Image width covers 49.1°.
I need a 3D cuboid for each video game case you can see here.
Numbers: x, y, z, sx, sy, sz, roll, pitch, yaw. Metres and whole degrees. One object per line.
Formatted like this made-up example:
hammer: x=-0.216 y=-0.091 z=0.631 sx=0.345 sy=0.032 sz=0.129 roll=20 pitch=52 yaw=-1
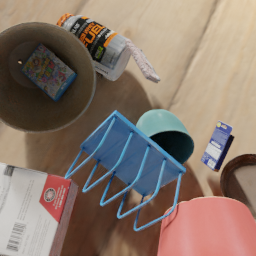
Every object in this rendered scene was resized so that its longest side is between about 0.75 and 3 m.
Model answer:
video game case: x=-2.137 y=-1.488 z=7.516 sx=1.321 sy=0.118 sz=0.945 roll=41 pitch=98 yaw=4

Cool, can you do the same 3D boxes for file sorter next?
file sorter: x=-0.061 y=0.970 z=5.855 sx=2.028 sy=1.407 sz=1.244 roll=40 pitch=37 yaw=-12

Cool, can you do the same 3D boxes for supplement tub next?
supplement tub: x=-0.988 y=-2.302 z=7.861 sx=2.042 sy=1.251 sz=1.251 roll=29 pitch=70 yaw=5

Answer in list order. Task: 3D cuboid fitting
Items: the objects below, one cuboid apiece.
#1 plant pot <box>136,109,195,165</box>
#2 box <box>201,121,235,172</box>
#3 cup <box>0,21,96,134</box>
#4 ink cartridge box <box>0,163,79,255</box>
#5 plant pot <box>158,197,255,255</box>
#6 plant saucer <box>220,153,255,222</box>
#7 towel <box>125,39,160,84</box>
plant pot: x=0.789 y=0.201 z=6.892 sx=1.400 sy=1.400 sz=1.123 roll=-8 pitch=43 yaw=-3
box: x=2.161 y=0.423 z=6.692 sx=0.180 sy=0.672 sz=1.110 roll=17 pitch=102 yaw=-16
cup: x=-2.294 y=-1.402 z=7.099 sx=2.588 sy=2.588 sz=1.851 roll=-26 pitch=32 yaw=-10
ink cartridge box: x=-2.601 y=1.831 z=6.319 sx=2.482 sy=1.028 sz=1.822 roll=12 pitch=71 yaw=5
plant pot: x=1.625 y=2.723 z=5.198 sx=2.577 sy=2.577 sz=2.280 roll=2 pitch=47 yaw=1
plant saucer: x=3.055 y=1.426 z=6.700 sx=1.709 sy=0.274 sz=1.709 roll=-2 pitch=61 yaw=4
towel: x=0.402 y=-1.713 z=7.311 sx=0.183 sy=1.085 sz=1.136 roll=-33 pitch=79 yaw=19
